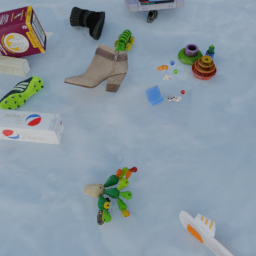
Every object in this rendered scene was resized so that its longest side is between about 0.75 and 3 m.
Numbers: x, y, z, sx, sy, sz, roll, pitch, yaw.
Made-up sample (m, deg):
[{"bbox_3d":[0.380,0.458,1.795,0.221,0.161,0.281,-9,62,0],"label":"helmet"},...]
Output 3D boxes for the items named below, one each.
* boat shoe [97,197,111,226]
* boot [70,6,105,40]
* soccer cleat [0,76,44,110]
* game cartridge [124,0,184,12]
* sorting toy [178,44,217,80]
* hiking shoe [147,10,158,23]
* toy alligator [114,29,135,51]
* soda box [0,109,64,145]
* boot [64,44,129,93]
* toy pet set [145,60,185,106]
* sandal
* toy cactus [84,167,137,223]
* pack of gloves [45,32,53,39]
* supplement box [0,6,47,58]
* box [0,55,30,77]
[{"bbox_3d":[-0.710,2.392,8.057,0.292,0.246,0.818,12,55,8],"label":"boat shoe"},{"bbox_3d":[-1.962,-4.850,12.970,1.586,0.798,2.121,8,43,-2],"label":"boot"},{"bbox_3d":[-4.098,-1.337,10.612,0.791,0.659,1.951,24,52,31],"label":"soccer cleat"},{"bbox_3d":[1.261,-6.270,13.944,2.696,0.517,1.748,-8,30,-6],"label":"game cartridge"},{"bbox_3d":[2.993,-2.963,11.577,1.278,0.873,2.127,-19,56,-13],"label":"sorting toy"},{"bbox_3d":[1.225,-5.576,13.721,0.372,0.495,0.983,20,56,14],"label":"hiking shoe"},{"bbox_3d":[-0.264,-3.668,12.246,0.683,0.625,2.305,17,56,12],"label":"toy alligator"},{"bbox_3d":[-3.459,-0.043,9.487,2.363,0.805,0.752,5,54,3],"label":"soda box"},{"bbox_3d":[-1.128,-2.291,10.479,2.289,1.674,0.804,7,15,-15],"label":"boot"},{"bbox_3d":[1.313,-1.426,10.118,1.354,1.450,0.770,-21,32,14],"label":"toy pet set"},{"bbox_3d":[2.206,2.838,7.510,1.872,0.717,0.536,41,62,16],"label":"sandal"},{"bbox_3d":[-0.531,1.884,8.202,1.533,0.950,1.858,2,54,25],"label":"toy cactus"},{"bbox_3d":[-4.272,-3.805,12.648,1.317,0.309,1.568,8,50,20],"label":"pack of gloves"},{"bbox_3d":[-4.979,-3.753,11.494,2.787,1.538,1.193,-11,55,4],"label":"supplement box"},{"bbox_3d":[-4.734,-2.534,11.456,1.234,0.586,0.480,11,55,6],"label":"box"}]
